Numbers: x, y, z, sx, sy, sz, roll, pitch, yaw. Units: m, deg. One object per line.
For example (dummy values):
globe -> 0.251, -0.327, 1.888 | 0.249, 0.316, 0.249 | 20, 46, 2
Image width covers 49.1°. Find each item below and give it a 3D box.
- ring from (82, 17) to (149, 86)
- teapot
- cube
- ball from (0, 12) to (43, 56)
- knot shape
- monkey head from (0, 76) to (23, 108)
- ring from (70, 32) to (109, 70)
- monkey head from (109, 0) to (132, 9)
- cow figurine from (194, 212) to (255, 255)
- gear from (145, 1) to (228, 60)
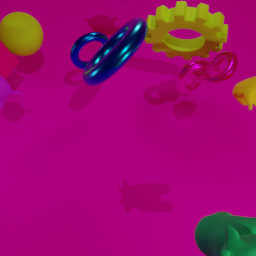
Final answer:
ring -> -0.271, -1.494, 5.516 | 0.337, 1.686, 1.686 | 42, 65, -22
teapot -> 2.704, -0.753, 6.129 | 1.197, 0.744, 0.586 | -40, 107, -51
cube -> -3.790, -1.850, 7.351 | 1.053, 1.053, 1.053 | 30, 76, 19
ball -> -2.996, -2.624, 7.868 | 1.173, 1.173, 1.173 | 0, 63, 0
knot shape -> 2.093, -1.430, 7.154 | 1.612, 1.508, 0.745 | -22, 95, -43
monkey head -> -2.821, -0.801, 5.802 | 1.106, 0.795, 0.666 | 30, 85, -29
ring -> -0.954, -1.972, 7.226 | 1.132, 1.132, 0.226 | -25, 62, -12
monkey head -> -0.099, -4.233, 8.267 | 1.259, 1.751, 1.055 | -10, 85, 27
cow figurine -> 1.474, 1.686, 3.976 | 1.634, 1.660, 0.911 | 4, 83, -34
gear -> 1.478, -2.436, 7.288 | 2.061, 2.061, 0.381 | 9, 77, 4
